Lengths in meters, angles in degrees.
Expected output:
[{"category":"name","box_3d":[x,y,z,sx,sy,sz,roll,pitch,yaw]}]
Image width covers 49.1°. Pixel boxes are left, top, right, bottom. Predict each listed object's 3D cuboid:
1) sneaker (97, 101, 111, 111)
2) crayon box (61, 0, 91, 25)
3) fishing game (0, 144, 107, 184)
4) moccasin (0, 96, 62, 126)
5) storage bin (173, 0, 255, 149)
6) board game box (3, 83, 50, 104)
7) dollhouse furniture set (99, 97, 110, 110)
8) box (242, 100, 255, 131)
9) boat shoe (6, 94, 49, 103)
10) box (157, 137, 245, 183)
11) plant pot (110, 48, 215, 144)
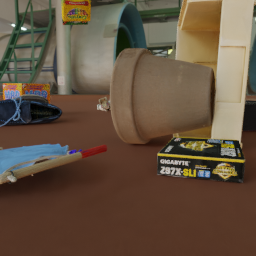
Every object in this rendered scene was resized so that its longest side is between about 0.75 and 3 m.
[{"category":"sneaker","box_3d":[-1.080,-1.145,14.103,0.570,0.526,1.426,1,8,20]},{"category":"crayon box","box_3d":[-1.421,-3.393,7.699,0.776,1.223,0.311,-9,43,-18]},{"category":"fishing game","box_3d":[-1.664,0.482,3.451,2.636,0.410,1.888,-3,5,34]},{"category":"moccasin","box_3d":[-3.138,-0.577,8.595,2.287,0.920,0.780,-8,-1,-37]},{"category":"storage bin","box_3d":[1.686,-1.097,6.094,1.287,2.747,2.727,3,9,8]},{"category":"board game box","box_3d":[-4.046,-1.125,11.222,1.288,1.288,1.287,6,9,36]},{"category":"dollhouse furniture set","box_3d":[-0.313,-0.658,11.476,1.376,0.951,1.457,-21,41,1]},{"category":"box","box_3d":[3.252,-0.416,8.181,1.375,0.768,1.948,-5,9,-12]},{"category":"boat shoe","box_3d":[-3.842,-0.536,9.226,2.431,0.906,0.891,-10,19,-9]},{"category":"box","box_3d":[1.086,0.404,4.099,1.073,0.332,1.344,4,9,18]},{"category":"plant pot","box_3d":[0.777,-0.618,5.395,1.662,1.906,1.906,1,8,22]}]
